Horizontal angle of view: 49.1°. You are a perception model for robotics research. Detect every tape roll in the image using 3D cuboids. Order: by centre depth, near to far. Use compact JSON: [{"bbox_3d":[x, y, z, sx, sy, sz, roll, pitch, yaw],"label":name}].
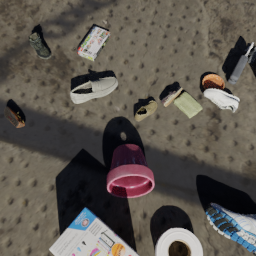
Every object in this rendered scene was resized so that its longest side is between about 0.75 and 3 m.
[{"bbox_3d":[1.711,4.225,9.535,1.572,0.550,1.572,0,66,1],"label":"tape roll"}]

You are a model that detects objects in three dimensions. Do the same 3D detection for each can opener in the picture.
[{"bbox_3d":[5.349,-2.902,12.693,0.779,0.622,2.331,27,70,13],"label":"can opener"}]

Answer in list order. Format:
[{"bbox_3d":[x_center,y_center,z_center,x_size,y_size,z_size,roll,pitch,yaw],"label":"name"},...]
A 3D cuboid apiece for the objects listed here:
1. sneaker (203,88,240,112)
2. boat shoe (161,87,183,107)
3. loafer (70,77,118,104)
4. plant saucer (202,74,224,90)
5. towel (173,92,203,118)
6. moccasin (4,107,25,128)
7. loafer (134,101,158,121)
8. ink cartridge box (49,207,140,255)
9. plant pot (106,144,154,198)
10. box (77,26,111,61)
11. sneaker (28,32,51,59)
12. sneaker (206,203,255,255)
[{"bbox_3d":[3.956,-1.196,11.984,1.539,0.588,0.620,21,77,10],"label":"sneaker"},{"bbox_3d":[1.898,-1.429,12.148,0.380,0.422,1.173,42,78,12],"label":"boat shoe"},{"bbox_3d":[-1.445,-1.706,12.074,2.172,0.758,0.759,-26,68,-11],"label":"loafer"},{"bbox_3d":[3.797,-1.954,12.507,0.972,0.182,0.972,0,66,-1],"label":"plant saucer"},{"bbox_3d":[2.583,-1.009,12.070,0.827,0.203,1.114,-37,71,-16],"label":"towel"},{"bbox_3d":[-4.743,-0.473,11.695,1.183,0.457,0.433,36,106,21],"label":"moccasin"},{"bbox_3d":[0.788,-0.750,11.837,1.223,0.412,0.465,-42,72,-17],"label":"loafer"},{"bbox_3d":[-0.984,4.027,9.008,2.272,1.643,1.672,37,71,15],"label":"ink cartridge box"},{"bbox_3d":[0.051,1.501,10.259,1.706,1.706,1.527,-3,50,-2],"label":"plant pot"},{"bbox_3d":[-1.614,-4.049,13.378,0.932,0.294,1.693,25,68,11],"label":"box"},{"bbox_3d":[-4.150,-3.843,13.008,0.557,0.835,1.457,-36,73,-13],"label":"sneaker"},{"bbox_3d":[4.108,3.398,9.784,2.867,1.075,1.242,34,57,11],"label":"sneaker"}]
